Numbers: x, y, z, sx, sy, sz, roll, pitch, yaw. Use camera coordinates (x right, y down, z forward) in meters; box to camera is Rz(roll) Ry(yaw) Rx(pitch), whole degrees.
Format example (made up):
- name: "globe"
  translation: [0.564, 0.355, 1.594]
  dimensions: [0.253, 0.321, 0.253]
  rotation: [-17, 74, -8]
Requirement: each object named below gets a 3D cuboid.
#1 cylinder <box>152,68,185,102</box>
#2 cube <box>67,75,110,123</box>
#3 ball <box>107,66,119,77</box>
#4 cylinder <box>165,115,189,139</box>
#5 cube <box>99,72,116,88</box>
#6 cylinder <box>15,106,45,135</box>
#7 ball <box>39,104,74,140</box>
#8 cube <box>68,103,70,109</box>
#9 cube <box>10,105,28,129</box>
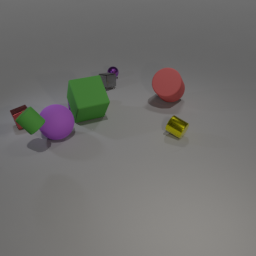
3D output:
- name: "cylinder"
  translation: [1.985, -2.053, 13.611]
  dimensions: [1.400, 1.400, 1.400]
  rotation: [11, -3, 19]
- name: "cube"
  translation: [-1.768, -1.250, 12.201]
  dimensions: [1.400, 1.400, 1.400]
  rotation: [-14, 71, -21]
- name: "ball"
  translation: [-0.911, -3.384, 17.012]
  dimensions: [0.700, 0.700, 0.700]
  rotation: [0, 30, 0]
- name: "cylinder"
  translation: [1.967, -0.043, 11.195]
  dimensions: [0.700, 0.700, 0.700]
  rotation: [33, 41, 20]
- name: "cube"
  translation: [-1.148, -2.681, 15.630]
  dimensions: [0.700, 0.700, 0.700]
  rotation: [-19, 27, -41]
- name: "cylinder"
  translation: [-3.297, -0.250, 9.481]
  dimensions: [0.700, 0.700, 0.700]
  rotation: [-35, 23, 17]
- name: "ball"
  translation: [-2.828, -0.234, 11.042]
  dimensions: [1.400, 1.400, 1.400]
  rotation: [0, 30, 0]
- name: "cube"
  translation: [-2.500, -1.361, 13.668]
  dimensions: [0.700, 0.700, 0.700]
  rotation: [3, 30, 5]
- name: "cube"
  translation: [-4.525, -0.477, 11.970]
  dimensions: [0.700, 0.700, 0.700]
  rotation: [-26, 33, -21]
